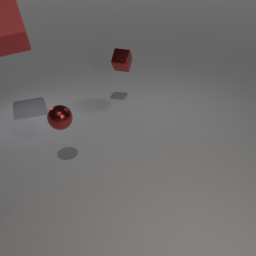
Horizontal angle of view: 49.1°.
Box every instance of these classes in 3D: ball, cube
[{"bbox_3d":[-1.896,-0.293,7.808,0.700,0.700,0.700,0,30,0],"label":"ball"},{"bbox_3d":[-0.255,-2.893,11.975,0.700,0.700,0.700,10,74,13],"label":"cube"},{"bbox_3d":[-4.116,-3.292,9.096,1.400,1.400,1.400,-17,-4,-14],"label":"cube"}]
